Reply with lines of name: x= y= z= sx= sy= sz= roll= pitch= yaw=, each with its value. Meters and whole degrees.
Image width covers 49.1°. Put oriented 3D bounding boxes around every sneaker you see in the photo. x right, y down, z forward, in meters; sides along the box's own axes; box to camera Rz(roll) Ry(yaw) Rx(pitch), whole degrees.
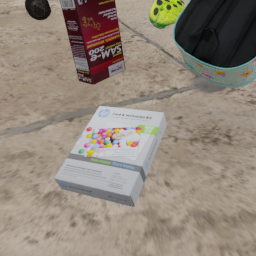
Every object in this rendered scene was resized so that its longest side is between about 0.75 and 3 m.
sneaker: x=1.097 y=-3.259 z=8.177 sx=0.846 sy=0.955 sz=2.285 roll=35 pitch=37 yaw=-2

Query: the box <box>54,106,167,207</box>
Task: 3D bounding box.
box: x=-0.179 y=0.289 z=3.735 sx=1.055 sy=0.279 sz=1.354 roll=8 pitch=48 yaw=24

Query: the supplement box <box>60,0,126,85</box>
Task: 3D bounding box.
supplement box: x=-0.935 y=-2.638 z=7.851 sx=0.759 sy=2.492 sz=1.356 roll=21 pitch=42 yaw=41

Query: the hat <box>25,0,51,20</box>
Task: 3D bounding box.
hat: x=-3.201 y=-4.212 z=9.900 sx=0.952 sy=0.952 sz=0.384 roll=-4 pitch=43 yaw=-5

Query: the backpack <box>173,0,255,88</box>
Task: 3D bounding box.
backpack: x=2.746 y=-2.595 z=7.291 sx=2.636 sy=2.299 sz=2.998 roll=36 pitch=85 yaw=23
